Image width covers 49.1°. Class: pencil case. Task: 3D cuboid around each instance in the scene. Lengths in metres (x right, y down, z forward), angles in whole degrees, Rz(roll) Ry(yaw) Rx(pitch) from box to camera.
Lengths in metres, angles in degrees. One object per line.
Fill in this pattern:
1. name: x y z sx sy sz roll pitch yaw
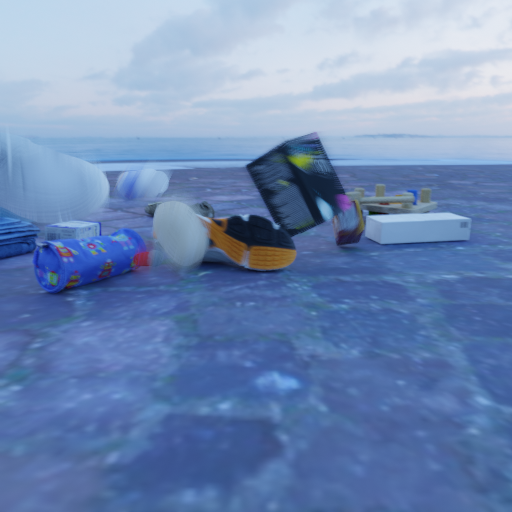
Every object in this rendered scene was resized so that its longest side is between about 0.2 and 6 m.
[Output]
1. pencil case: -2.533 0.022 8.525 0.794 0.713 1.828 36 26 21

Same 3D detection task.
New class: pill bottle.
1. pill bottle: -2.048 -1.313 10.179 0.917 0.514 0.514 2 11 39

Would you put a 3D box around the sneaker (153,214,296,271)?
1. sneaker: -0.479 -0.241 9.601 2.379 0.900 1.094 12 -8 7

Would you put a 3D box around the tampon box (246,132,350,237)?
1. tampon box: 0.753 -1.206 9.648 0.924 1.464 1.097 -24 4 39

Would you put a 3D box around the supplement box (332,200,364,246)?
1. supplement box: 1.735 -0.610 10.707 0.459 0.591 1.071 -11 -12 3

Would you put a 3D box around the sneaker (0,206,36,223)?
1. sneaker: -5.969 -1.051 13.415 2.352 0.900 0.950 -8 1 -45

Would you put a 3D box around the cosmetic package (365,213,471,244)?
1. cosmetic package: 3.383 -0.580 11.781 1.984 0.502 0.819 -3 15 -11

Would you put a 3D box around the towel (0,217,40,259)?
1. towel: -5.469 -0.232 9.756 1.635 0.711 2.929 7 14 30

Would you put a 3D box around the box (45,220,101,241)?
1. box: -3.681 -0.439 11.316 0.769 0.439 0.836 5 13 19

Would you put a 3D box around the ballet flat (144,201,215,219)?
1. ballet flat: -2.027 -1.247 14.759 2.246 0.521 0.757 8 15 33

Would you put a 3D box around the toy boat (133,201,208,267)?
1. toy boat: -1.022 -0.180 6.654 0.971 0.816 0.451 -36 -13 22

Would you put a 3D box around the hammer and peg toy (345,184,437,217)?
1. hammer and peg toy: 3.223 -1.180 13.709 1.824 0.874 2.480 11 16 34

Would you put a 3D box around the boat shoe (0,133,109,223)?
1. boat shoe: -3.053 -1.114 6.840 2.534 0.912 0.868 19 -19 17
